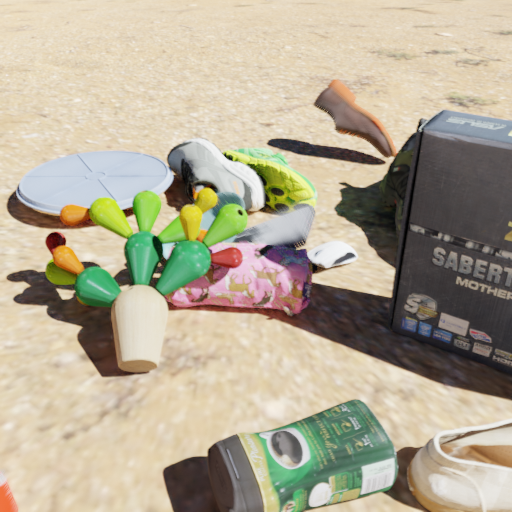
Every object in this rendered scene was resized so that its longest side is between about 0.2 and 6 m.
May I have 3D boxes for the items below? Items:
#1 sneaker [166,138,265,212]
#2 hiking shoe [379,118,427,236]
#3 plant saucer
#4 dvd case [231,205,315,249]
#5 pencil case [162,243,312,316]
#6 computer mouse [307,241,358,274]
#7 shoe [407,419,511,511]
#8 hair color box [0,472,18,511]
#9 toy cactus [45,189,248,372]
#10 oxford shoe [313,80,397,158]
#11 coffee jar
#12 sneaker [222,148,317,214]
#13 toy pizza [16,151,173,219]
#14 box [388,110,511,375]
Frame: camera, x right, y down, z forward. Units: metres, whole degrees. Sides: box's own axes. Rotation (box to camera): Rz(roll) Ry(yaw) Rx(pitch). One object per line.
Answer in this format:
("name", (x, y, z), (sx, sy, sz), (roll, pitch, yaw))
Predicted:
("sneaker", (-1.042, -1.554, 11.053), (1.092, 1.018, 2.755), (-27, 41, -29))
("hiking shoe", (3.099, -1.221, 9.629), (1.304, 1.733, 3.443), (4, 30, -13))
("plant saucer", (-0.832, -0.408, 9.341), (1.610, 0.289, 1.610), (-23, 37, 19))
("dvd case", (0.179, -0.282, 9.118), (1.520, 0.188, 1.143), (-18, 24, 24))
("pencil case", (-0.265, 0.315, 8.093), (2.141, 0.886, 0.926), (4, 43, 5))
("computer mouse", (1.066, -0.029, 9.031), (1.397, 0.307, 0.766), (-14, 27, -35))
("shoe", (2.982, 2.057, 5.388), (2.918, 0.779, 1.020), (0, 32, 0))
("hair color box", (-3.186, 2.148, 5.500), (1.634, 0.522, 0.906), (25, 40, 36))
("toy cactus", (-1.557, 0.313, 7.631), (3.142, 1.606, 2.592), (-8, 59, 7))
("oxford shoe", (2.277, -2.965, 12.855), (0.825, 0.810, 2.275), (-42, 79, 3))
("coffee jar", (0.419, 2.046, 5.449), (1.726, 0.737, 0.900), (-10, 34, -17))
("sneaker", (0.337, -1.688, 11.240), (1.118, 0.991, 2.675), (-25, 39, -28))
("toy pizza", (-3.190, -1.403, 11.270), (3.028, 0.480, 3.028), (0, 30, 0))
("box", (3.567, 0.133, 6.437), (3.753, 2.959, 0.957), (19, 36, 26))
